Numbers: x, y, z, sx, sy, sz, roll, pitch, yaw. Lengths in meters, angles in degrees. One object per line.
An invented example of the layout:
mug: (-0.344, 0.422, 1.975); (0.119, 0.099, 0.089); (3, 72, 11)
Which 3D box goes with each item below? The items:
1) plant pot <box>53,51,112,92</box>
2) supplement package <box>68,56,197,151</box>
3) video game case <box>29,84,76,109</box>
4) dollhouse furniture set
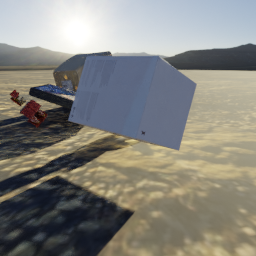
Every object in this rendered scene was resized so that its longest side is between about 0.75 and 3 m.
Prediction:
plant pot: (-1.799, -1.851, 11.354); (2.022, 2.025, 1.792); (5, 27, 35)
supplement package: (0.072, -0.492, 5.381); (1.806, 1.370, 1.360); (13, -3, 42)
video game case: (-1.813, -0.943, 9.242); (2.284, 0.291, 2.064); (18, 11, -5)
dollhouse furniture set: (-2.959, -0.597, 7.938); (1.238, 0.504, 0.666); (31, -18, 15)
